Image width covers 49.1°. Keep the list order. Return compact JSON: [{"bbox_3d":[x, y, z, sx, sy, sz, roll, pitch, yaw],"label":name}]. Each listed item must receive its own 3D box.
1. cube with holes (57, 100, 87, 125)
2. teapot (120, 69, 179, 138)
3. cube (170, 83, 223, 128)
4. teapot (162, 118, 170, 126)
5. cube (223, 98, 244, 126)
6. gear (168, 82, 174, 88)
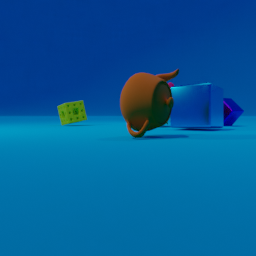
[{"bbox_3d":[-2.117,-0.568,10.623,0.751,0.751,0.751,-14,2,-35],"label":"cube with holes"},{"bbox_3d":[0.441,-0.508,5.147,0.861,1.759,1.094,4,-40,34],"label":"teapot"},{"bbox_3d":[1.896,-0.558,7.666,1.116,1.116,1.116,0,-1,35],"label":"cube"},{"bbox_3d":[1.023,-0.605,9.402,0.867,1.770,1.101,-41,45,-22],"label":"teapot"},{"bbox_3d":[3.585,-0.587,10.245,0.742,0.742,0.742,-2,45,-38],"label":"cube"},{"bbox_3d":[1.113,-1.142,9.931,1.639,0.303,1.639,24,-24,11],"label":"gear"}]
